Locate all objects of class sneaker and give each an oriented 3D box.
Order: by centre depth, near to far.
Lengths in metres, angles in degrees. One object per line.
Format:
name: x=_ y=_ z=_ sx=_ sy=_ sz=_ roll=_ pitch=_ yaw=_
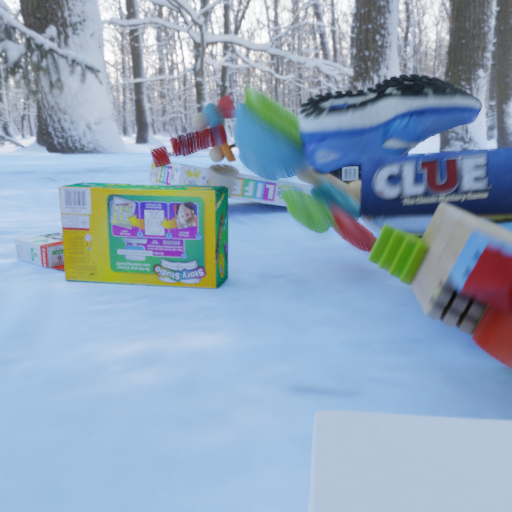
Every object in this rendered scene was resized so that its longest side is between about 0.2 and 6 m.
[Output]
sneaker: x=1.606 y=-1.521 z=6.764 sx=2.303 sy=1.027 sz=0.904 roll=-13 pitch=37 yaw=-10

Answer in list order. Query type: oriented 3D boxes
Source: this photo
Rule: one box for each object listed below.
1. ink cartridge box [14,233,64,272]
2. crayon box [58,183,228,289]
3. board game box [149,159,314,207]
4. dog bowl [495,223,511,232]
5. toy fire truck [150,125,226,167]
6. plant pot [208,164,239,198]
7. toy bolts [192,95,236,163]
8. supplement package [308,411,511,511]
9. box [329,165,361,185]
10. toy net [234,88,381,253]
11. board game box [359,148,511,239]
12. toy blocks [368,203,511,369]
ink cartridge box: x=-2.818 y=-0.073 z=8.136 sx=1.356 sy=0.341 sz=0.739 roll=9 pitch=16 yaw=39
crayon box: x=-1.401 y=-0.278 z=7.094 sx=2.049 sy=1.217 sz=0.597 roll=3 pitch=13 yaw=10
board game box: x=-0.556 y=-1.705 z=13.396 sx=3.488 sy=0.597 sz=2.345 roll=5 pitch=9 yaw=-26
dog bowl: x=3.304 y=0.133 z=4.963 sx=3.075 sy=0.762 sz=1.714 roll=1 pitch=-5 yaw=27
toy fire truck: x=-1.016 y=-1.639 z=8.396 sx=1.111 sy=0.271 sz=0.783 roll=-18 pitch=5 yaw=-9
plant pot: x=-0.682 y=-1.490 z=11.385 sx=0.618 sy=0.566 sz=0.618 roll=6 pitch=29 yaw=-3
toy bolts: x=-0.689 y=-2.471 z=11.470 sx=0.939 sy=1.353 sz=1.293 roll=-26 pitch=24 yaw=3
supplement package: x=0.719 y=1.180 z=1.484 sx=1.196 sy=0.851 sz=1.536 roll=2 pitch=12 yaw=6
box: x=2.327 y=-1.815 z=13.985 sx=1.370 sy=1.146 sz=1.844 roll=-3 pitch=13 yaw=-14
toy net: x=1.559 y=-0.983 z=8.631 sx=4.655 sy=0.899 sz=2.442 roll=12 pitch=28 yaw=-50
board game box: x=2.875 y=-0.468 z=6.444 sx=2.469 sy=0.631 sz=3.644 roll=1 pitch=-5 yaw=25
toy blocks: x=2.072 y=0.457 z=3.571 sx=2.523 sy=1.261 sz=1.724 roll=24 pitch=17 yaw=0
